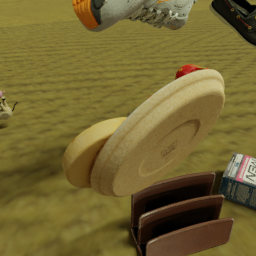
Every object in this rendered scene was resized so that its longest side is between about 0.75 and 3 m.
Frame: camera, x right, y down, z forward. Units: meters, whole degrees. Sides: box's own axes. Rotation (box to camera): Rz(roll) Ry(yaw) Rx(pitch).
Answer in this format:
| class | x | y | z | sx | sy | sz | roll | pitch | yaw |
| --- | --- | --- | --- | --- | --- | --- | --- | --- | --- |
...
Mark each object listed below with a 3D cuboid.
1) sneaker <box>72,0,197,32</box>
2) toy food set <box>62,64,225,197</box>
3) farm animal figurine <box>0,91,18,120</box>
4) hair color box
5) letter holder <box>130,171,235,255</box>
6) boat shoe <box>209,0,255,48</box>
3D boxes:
| class | x | y | z | sx | sy | sz | roll | pitch | yaw |
| --- | --- | --- | --- | --- | --- | --- | --- | --- | --- |
| sneaker | 0.389 | -1.788 | 3.829 | 1.005 | 1.221 | 2.655 | 2 | 40 | 41 |
| toy food set | 0.239 | 0.081 | 2.416 | 1.455 | 1.440 | 0.354 | -44 | 64 | 4 |
| farm animal figurine | -4.000 | -0.355 | 7.246 | 1.754 | 0.915 | 1.735 | 25 | 52 | 26 |
| hair color box | 2.692 | 1.111 | 5.101 | 1.797 | 0.544 | 0.899 | 17 | 36 | 25 |
| letter holder | 0.826 | 1.332 | 4.290 | 1.433 | 1.018 | 0.721 | -9 | 33 | -15 |
| boat shoe | 2.701 | -2.410 | 6.259 | 1.835 | 0.575 | 0.671 | 37 | 60 | -4 |
